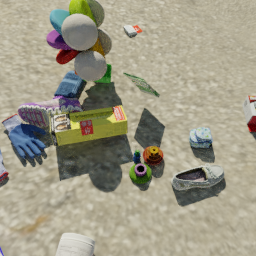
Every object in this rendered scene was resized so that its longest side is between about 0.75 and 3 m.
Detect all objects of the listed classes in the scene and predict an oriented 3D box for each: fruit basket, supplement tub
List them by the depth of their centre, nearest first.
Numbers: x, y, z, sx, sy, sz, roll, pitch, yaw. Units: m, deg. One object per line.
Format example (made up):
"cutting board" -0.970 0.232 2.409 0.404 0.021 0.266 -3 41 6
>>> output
"supplement tub" -1.554 3.825 7.674 1.038 1.038 1.573 8 54 6
"fruit basket" -1.359 -2.502 12.338 1.361 1.361 0.982 3 91 2

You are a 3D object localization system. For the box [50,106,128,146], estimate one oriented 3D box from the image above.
"box" -1.437 -0.103 10.324 2.736 0.686 1.030 -8 40 -10

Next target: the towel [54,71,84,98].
"towel" -2.500 -1.852 12.088 0.896 0.389 1.605 13 56 10

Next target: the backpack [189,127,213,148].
"backpack" 2.697 0.327 10.423 0.810 0.595 0.741 -1 51 4

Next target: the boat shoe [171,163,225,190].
"boat shoe" 2.407 1.622 9.489 1.903 0.610 0.701 -9 55 -6

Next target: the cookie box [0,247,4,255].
"cookie box" -4.842 4.095 7.461 2.798 1.051 2.393 -29 60 -19

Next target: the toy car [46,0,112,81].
"toy car" -1.928 -3.313 10.615 2.224 2.966 2.596 -4 44 11

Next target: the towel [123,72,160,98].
"towel" 0.533 -1.630 10.728 1.067 1.399 0.164 27 87 40

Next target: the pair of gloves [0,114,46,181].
"pair of gloves" -4.453 0.679 10.356 2.832 0.323 2.277 -35 64 -21

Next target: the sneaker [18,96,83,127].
"sneaker" -2.970 -0.753 11.024 2.527 1.016 1.117 0 48 -6

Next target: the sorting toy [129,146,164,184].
"sorting toy" 0.596 1.134 9.814 0.946 0.646 1.574 30 60 19

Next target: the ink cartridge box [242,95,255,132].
"ink cartridge box" 5.492 -0.534 10.987 1.573 0.659 1.381 2 56 1

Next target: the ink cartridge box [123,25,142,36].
"ink cartridge box" 0.262 -5.139 14.536 0.812 0.192 0.650 -23 58 -14
